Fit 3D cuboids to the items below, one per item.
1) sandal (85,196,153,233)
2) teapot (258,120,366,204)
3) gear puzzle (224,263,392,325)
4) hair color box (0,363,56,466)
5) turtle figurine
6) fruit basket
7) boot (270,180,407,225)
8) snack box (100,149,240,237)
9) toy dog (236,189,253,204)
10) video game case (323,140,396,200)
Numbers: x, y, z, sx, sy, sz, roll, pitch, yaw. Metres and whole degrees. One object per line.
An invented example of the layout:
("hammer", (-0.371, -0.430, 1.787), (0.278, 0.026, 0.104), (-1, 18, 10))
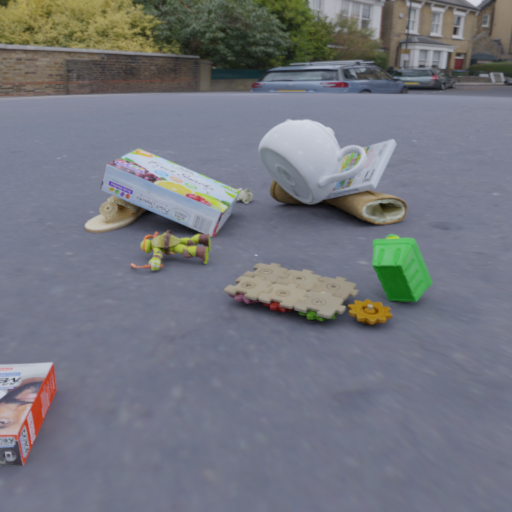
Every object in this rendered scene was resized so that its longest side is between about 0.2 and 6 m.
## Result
("sandal", (-2.885, -1.251, 12.520), (0.911, 0.817, 2.483), (13, 24, 30))
("teapot", (1.167, -2.206, 12.160), (1.487, 2.036, 2.009), (-44, 0, -10))
("gear puzzle", (0.829, 0.636, 8.257), (2.404, 0.315, 1.245), (12, 26, 25))
("hair color box", (-2.515, 1.556, 5.624), (0.686, 0.395, 1.237), (-1, 22, -5))
("turtle figurine", (-1.511, -0.207, 10.133), (1.334, 0.533, 1.655), (1, 20, 2))
("fruit basket", (2.177, 0.064, 8.446), (0.775, 1.075, 1.075), (-1, 16, 37))
("boot", (1.804, -1.358, 12.820), (2.215, 0.837, 2.529), (-8, 23, -22))
("snack box", (-1.770, -1.403, 12.031), (2.542, 0.673, 1.808), (23, 21, 1))
("toy dog", (-0.369, -1.516, 13.918), (0.524, 0.365, 0.508), (13, 12, 32))
("video game case", (2.276, -1.941, 12.695), (1.474, 0.185, 1.619), (-8, 40, 42))
